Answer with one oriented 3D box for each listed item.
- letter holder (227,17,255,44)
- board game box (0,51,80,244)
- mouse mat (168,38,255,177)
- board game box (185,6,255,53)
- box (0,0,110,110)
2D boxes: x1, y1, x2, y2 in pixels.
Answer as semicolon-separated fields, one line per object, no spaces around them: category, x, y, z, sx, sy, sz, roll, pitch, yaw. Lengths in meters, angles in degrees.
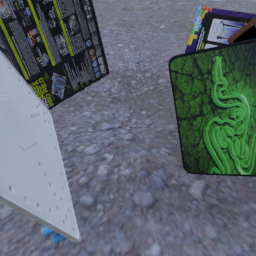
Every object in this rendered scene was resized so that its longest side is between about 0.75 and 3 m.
letter holder;2.988;-1.290;5.253;1.977;0.994;1.405;-7;67;-48
board game box;-1.247;-0.019;2.884;0.269;2.079;2.079;-25;52;1
mouse mat;1.635;-0.241;4.721;1.807;2.245;0.085;-4;12;34
board game box;2.384;-1.725;7.070;1.887;2.283;0.647;18;8;18
box;-1.564;-1.836;5.822;2.062;2.574;0.570;-36;46;-24
